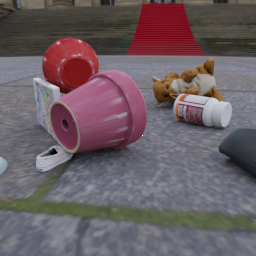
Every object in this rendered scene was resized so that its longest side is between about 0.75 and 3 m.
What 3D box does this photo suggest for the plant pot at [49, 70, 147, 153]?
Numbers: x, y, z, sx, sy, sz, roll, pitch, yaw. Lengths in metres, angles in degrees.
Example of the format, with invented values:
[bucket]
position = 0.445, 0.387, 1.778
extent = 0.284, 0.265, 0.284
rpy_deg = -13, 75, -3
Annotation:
[plant pot]
position = -0.827, -0.274, 6.856
extent = 1.774, 1.982, 1.982
rpy_deg = -24, 29, -39

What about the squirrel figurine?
[squirrel figurine]
position = 2.277, -1.677, 12.114
extent = 2.574, 1.952, 2.758
rpy_deg = -13, 5, -6

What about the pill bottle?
[pill bottle]
position = 2.482, -0.583, 9.398
extent = 1.731, 0.948, 0.948
rpy_deg = 16, 24, 40

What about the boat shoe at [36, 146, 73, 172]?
[boat shoe]
position = -1.687, 0.620, 6.587
extent = 0.439, 0.390, 1.194
rpy_deg = 6, 19, 19

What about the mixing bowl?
[mixing bowl]
position = -1.580, -1.712, 8.200
extent = 1.733, 1.733, 0.938
rpy_deg = -7, 23, -19

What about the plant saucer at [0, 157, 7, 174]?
[plant saucer]
position = -3.595, 0.806, 6.135
extent = 1.735, 0.334, 1.735
rpy_deg = 0, 17, 0

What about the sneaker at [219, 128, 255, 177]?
[sneaker]
position = 3.559, 0.312, 6.468
extent = 2.727, 1.020, 1.449
rpy_deg = -9, 22, -22

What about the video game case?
[video game case]
position = -2.404, -0.591, 8.412
extent = 0.197, 1.566, 2.187
rpy_deg = -13, 22, -28
